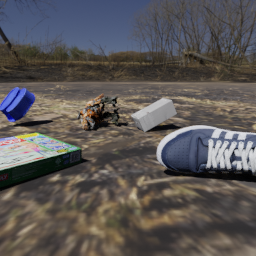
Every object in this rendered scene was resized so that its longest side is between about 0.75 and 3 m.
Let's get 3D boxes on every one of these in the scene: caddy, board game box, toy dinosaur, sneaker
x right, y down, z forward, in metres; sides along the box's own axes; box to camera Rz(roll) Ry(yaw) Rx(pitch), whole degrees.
[{"bbox_3d":[-3.456,-0.731,8.858,0.817,1.155,0.606,11,-29,33],"label":"caddy"},{"bbox_3d":[-2.076,0.521,4.859,1.431,0.310,2.127,15,17,35],"label":"board game box"},{"bbox_3d":[-0.936,-0.612,8.794,1.244,1.833,0.936,-3,-34,8],"label":"toy dinosaur"},{"bbox_3d":[1.681,0.459,4.338,2.294,0.804,1.245,1,10,-10],"label":"sneaker"}]

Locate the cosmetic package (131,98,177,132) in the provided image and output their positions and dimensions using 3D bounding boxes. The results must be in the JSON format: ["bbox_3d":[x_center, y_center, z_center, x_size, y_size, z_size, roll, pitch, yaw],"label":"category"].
[{"bbox_3d":[0.772,-0.398,8.259,1.165,0.525,0.622,-32,21,-13],"label":"cosmetic package"}]
